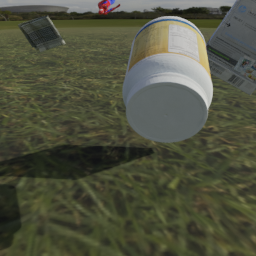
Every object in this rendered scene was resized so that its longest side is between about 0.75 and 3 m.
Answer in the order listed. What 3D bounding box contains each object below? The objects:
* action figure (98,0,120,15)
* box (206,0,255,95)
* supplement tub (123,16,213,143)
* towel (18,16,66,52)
[{"bbox_3d":[-0.502,-4.459,9.689,0.794,0.523,1.604,0,51,39],"label":"action figure"},{"bbox_3d":[2.706,-1.857,6.203,1.613,2.069,0.426,29,53,0],"label":"box"},{"bbox_3d":[0.614,-0.793,4.401,1.304,1.304,1.802,3,45,7],"label":"supplement tub"},{"bbox_3d":[-3.092,-3.322,10.028,1.275,1.228,0.220,-9,54,18],"label":"towel"}]
